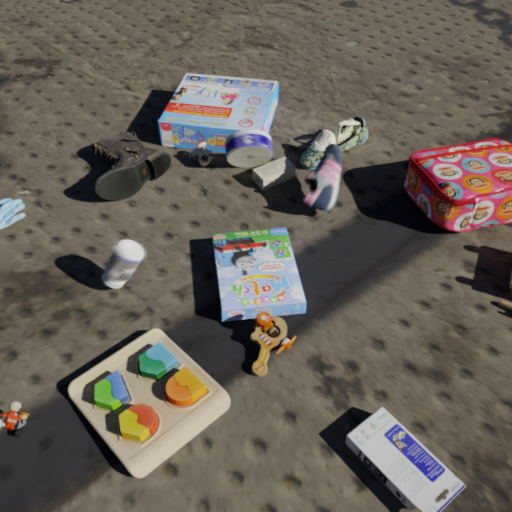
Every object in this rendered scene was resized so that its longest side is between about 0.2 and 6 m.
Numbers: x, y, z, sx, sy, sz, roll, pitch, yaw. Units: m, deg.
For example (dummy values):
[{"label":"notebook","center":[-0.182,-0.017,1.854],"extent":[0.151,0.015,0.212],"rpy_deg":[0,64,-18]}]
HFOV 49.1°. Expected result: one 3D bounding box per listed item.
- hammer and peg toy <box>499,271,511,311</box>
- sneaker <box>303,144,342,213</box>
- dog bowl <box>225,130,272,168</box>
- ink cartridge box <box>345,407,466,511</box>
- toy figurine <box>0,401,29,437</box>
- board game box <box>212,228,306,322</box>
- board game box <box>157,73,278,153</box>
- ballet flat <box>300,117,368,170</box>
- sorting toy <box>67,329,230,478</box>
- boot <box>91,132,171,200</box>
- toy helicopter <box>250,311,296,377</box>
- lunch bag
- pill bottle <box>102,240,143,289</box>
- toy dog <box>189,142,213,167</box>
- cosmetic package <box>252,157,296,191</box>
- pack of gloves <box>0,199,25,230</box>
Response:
[{"label":"hammer and peg toy","center":[5.687,0.516,10.894],"extent":[1.510,0.724,2.053],"rpy_deg":[18,47,17]},{"label":"sneaker","center":[1.501,-1.891,12.798],"extent":[0.746,0.638,1.818],"rpy_deg":[16,60,-15]},{"label":"dog bowl","center":[-0.182,-2.616,13.735],"extent":[1.152,1.152,0.454],"rpy_deg":[-5,73,-5]},{"label":"ink cartridge box","center":[2.230,3.160,8.510],"extent":[0.832,0.328,1.673],"rpy_deg":[-28,50,-26]},{"label":"toy figurine","center":[-3.995,2.567,8.883],"extent":[0.644,0.634,0.448],"rpy_deg":[1,57,2]},{"label":"board game box","center":[0.004,0.326,11.323],"extent":[1.623,0.393,2.145],"rpy_deg":[-5,46,-6]},{"label":"board game box","center":[-0.953,-3.934,15.367],"extent":[2.764,0.772,2.707],"rpy_deg":[8,46,8]},{"label":"ballet flat","center":[1.996,-2.998,14.425],"extent":[2.274,0.844,0.844],"rpy_deg":[-33,53,-29]},{"label":"sorting toy","center":[-1.804,2.296,9.334],"extent":[1.967,0.388,2.125],"rpy_deg":[-33,54,-29]},{"label":"boot","center":[-3.442,-2.304,13.843],"extent":[2.002,0.796,2.300],"rpy_deg":[30,47,32]},{"label":"toy helicopter","center":[0.248,1.635,10.069],"extent":[0.795,0.474,1.202],"rpy_deg":[17,57,4]},{"label":"lunch bag","center":[5.005,-1.779,13.001],"extent":[2.866,1.174,2.524],"rpy_deg":[-11,41,-11]},{"label":"pill bottle","center":[-2.614,0.177,10.899],"extent":[0.527,0.927,0.527],"rpy_deg":[25,34,-19]},{"label":"toy dog","center":[-1.360,-2.527,14.154],"extent":[0.565,0.407,0.583],"rpy_deg":[-14,52,-24]},{"label":"cosmetic package","center":[0.434,-2.013,13.714],"extent":[0.980,0.348,0.516],"rpy_deg":[-24,53,-23]},{"label":"pack of gloves","center":[-6.719,-0.887,12.472],"extent":[2.243,0.527,2.670],"rpy_deg":[24,50,23]}]
